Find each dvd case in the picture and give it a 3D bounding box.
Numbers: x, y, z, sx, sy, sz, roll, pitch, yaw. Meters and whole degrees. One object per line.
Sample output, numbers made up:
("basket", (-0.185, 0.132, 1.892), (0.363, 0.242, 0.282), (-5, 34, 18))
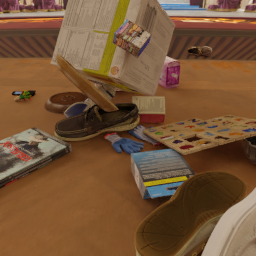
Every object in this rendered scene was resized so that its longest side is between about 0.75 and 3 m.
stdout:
("dvd case", (-2.992, 0.724, 7.371), (1.772, 0.267, 2.428), (21, 32, 36))

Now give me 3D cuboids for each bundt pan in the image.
("bundt pan", (3.822, 0.564, 7.249), (1.740, 0.653, 1.740), (0, 27, 0))

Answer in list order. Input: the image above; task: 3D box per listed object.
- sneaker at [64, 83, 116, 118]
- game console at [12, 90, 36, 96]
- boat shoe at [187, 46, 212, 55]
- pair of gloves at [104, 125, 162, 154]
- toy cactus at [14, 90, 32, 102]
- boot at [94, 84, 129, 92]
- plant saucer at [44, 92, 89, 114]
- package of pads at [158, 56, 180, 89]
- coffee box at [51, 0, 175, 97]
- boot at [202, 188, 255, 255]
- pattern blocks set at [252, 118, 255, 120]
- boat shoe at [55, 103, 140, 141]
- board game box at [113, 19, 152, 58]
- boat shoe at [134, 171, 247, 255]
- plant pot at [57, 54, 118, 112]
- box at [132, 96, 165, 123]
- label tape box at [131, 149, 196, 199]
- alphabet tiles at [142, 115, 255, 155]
("sneaker", (-1.216, -0.675, 9.681), (1.873, 1.082, 0.757), (-38, 81, -13))
("game console", (-4.461, -1.468, 11.928), (0.984, 0.119, 0.580), (0, 26, 1))
("boat shoe", (4.804, -5.180, 18.861), (1.680, 0.603, 0.500), (18, 33, 40))
("pair of gloves", (0.224, 0.296, 8.314), (1.696, 0.193, 1.364), (-20, 33, -33))
("toy cactus", (-4.254, -1.230, 11.289), (0.655, 0.406, 0.794), (-31, 38, -16))
("boot", (-0.339, -2.113, 12.390), (2.290, 0.833, 1.035), (-3, 32, -4))
("plant saucer", (-2.305, -1.048, 10.905), (1.895, 0.304, 1.895), (1, 26, 0))
("package of pads", (1.647, -2.749, 13.223), (0.784, 1.248, 2.071), (-10, 28, -18))
("coffee box", (-0.425, -2.944, 9.786), (2.818, 2.850, 2.846), (16, 1, 27))
("boot", (2.313, 1.782, 4.326), (1.374, 1.058, 2.876), (16, 29, 42))
("pattern blocks set", (4.314, 0.025, 8.859), (2.170, 0.176, 1.907), (15, 30, 27))
("boat shoe", (-0.935, -0.301, 8.379), (2.608, 0.845, 0.955), (-13, 52, -10))
("board game box", (0.111, -2.417, 7.567), (0.819, 0.396, 0.653), (33, 66, 5))
("boat shoe", (1.120, 1.595, 4.922), (2.620, 0.870, 0.970), (-21, 41, -33))
("plant pot", (-1.100, -1.102, 7.318), (0.287, 2.087, 2.087), (-47, 33, 4))
("box", (0.674, -0.613, 9.391), (1.101, 0.600, 0.704), (1, 61, 2))
("label tape box", (0.820, 1.131, 6.247), (1.199, 0.526, 1.662), (-6, 28, -11))
("alphabet tiles", (2.179, 0.047, 7.867), (2.889, 0.109, 2.415), (-12, 15, -18))
